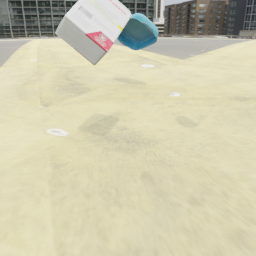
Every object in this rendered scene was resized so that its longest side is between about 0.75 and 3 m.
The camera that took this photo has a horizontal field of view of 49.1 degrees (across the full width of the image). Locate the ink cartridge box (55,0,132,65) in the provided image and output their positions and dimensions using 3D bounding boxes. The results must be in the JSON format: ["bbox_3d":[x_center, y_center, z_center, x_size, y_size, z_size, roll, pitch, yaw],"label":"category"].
[{"bbox_3d":[-0.594,-1.936,5.196,0.524,0.913,1.257,-33,25,51],"label":"ink cartridge box"}]

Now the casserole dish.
[{"bbox_3d":[0.340,-3.999,11.634,1.481,0.474,2.445,34,-14,-24],"label":"casserole dish"}]
